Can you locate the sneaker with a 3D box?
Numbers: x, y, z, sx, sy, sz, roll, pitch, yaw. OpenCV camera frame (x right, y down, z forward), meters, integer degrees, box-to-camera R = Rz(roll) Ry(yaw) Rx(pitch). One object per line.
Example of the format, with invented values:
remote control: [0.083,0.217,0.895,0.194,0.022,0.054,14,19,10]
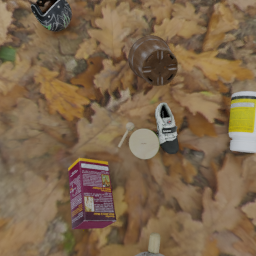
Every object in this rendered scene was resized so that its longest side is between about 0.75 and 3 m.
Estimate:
sneaker: [1.165,-0.009,8.475,0.598,0.714,1.614,-14,76,-3]

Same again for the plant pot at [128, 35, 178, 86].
plant pot: [0.803,-1.959,8.431,1.410,1.396,1.410,-4,117,-8]

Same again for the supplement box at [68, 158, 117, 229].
supplement box: [-0.992,1.756,7.516,0.942,0.731,1.707,13,52,-34]

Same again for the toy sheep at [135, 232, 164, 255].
toy sheep: [0.531,4.000,6.521,2.041,2.041,2.960,3,72,1]

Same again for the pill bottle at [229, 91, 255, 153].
pill bottle: [3.511,-0.154,8.286,0.970,0.970,1.698,7,85,2]

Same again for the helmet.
helmet: [-2.477,-3.858,9.387,1.196,1.255,1.255,37,76,10]

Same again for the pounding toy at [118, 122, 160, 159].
pounding toy: [0.419,0.376,8.372,1.176,0.546,0.908,24,105,13]
